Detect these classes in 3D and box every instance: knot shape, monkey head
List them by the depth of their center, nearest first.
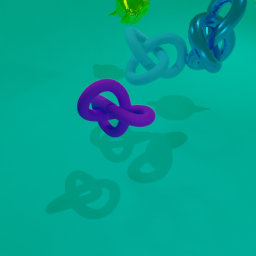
[{"bbox_3d":[-0.176,-0.336,5.852,1.525,1.629,0.753,10,69,9],"label":"knot shape"},{"bbox_3d":[2.022,-2.224,6.433,0.937,1.897,2.027,24,12,18],"label":"knot shape"},{"bbox_3d":[0.533,-1.934,7.156,1.769,0.817,1.656,-32,76,-20],"label":"knot shape"},{"bbox_3d":[-0.008,-4.128,9.491,1.147,1.903,1.369,50,44,-4],"label":"monkey head"}]
